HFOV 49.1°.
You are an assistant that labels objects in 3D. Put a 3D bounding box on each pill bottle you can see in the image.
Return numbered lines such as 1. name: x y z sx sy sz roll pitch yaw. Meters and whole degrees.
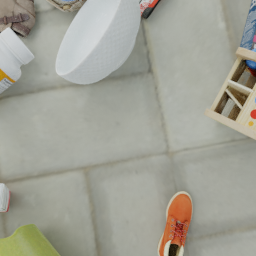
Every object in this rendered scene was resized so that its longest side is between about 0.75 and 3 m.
1. pill bottle: -3.836 -1.569 7.620 2.437 1.354 1.354 -40 86 -4

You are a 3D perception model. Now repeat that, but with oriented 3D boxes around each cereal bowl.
1. cereal bowl: -0.660 -2.304 7.282 1.157 2.778 2.778 29 84 -35

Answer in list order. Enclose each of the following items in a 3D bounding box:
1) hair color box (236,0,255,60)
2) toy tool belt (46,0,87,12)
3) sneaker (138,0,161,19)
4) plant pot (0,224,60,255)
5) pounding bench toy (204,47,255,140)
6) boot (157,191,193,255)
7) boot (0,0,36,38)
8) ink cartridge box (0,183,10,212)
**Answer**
1. hair color box: 4.222 -3.076 7.963 1.413 0.855 2.826 16 85 -4
2. toy tool belt: -1.567 -4.003 7.835 2.219 1.363 1.385 25 85 2
3. sneaker: 0.663 -4.048 8.275 0.801 0.499 1.494 37 89 1
4. plant pot: -2.419 3.947 6.617 2.918 2.918 2.683 -38 74 -3
5. pounding bench toy: 3.601 -0.580 6.745 2.571 1.597 2.006 31 100 29
6. boot: 1.332 2.665 7.416 0.728 1.041 1.942 16 83 3
7. boot: -3.618 -3.420 8.164 1.869 0.656 1.366 12 88 3
8. ink cartridge box: -3.645 1.778 7.103 1.076 1.481 0.618 6 68 -15
